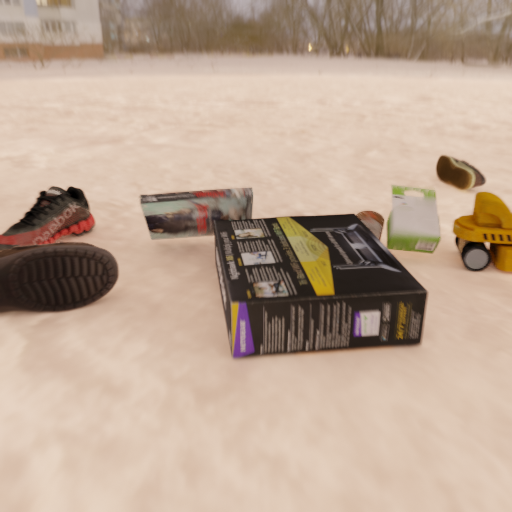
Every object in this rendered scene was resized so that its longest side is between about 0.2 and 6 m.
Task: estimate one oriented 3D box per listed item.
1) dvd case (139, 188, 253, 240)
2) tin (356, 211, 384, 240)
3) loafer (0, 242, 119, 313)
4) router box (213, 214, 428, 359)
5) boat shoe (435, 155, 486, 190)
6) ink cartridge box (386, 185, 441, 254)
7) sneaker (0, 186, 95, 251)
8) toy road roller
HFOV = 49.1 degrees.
[{"bbox_3d":[-1.037,-0.744,10.145,1.941,1.417,0.214,-5,65,-5],"label":"dvd case"},{"bbox_3d":[2.049,-0.467,10.260,0.532,0.950,0.199,5,56,8],"label":"tin"},{"bbox_3d":[-3.508,0.243,8.270,2.852,1.041,1.012,-6,24,-16],"label":"loafer"},{"bbox_3d":[0.720,0.274,8.453,2.536,0.842,3.225,-3,23,-7],"label":"router box"},{"bbox_3d":[5.317,-2.142,14.661,0.623,0.704,1.923,5,27,-11],"label":"boat shoe"},{"bbox_3d":[2.811,-0.672,10.091,0.856,0.439,1.158,7,56,2],"label":"ink cartridge box"},{"bbox_3d":[-3.989,-0.716,10.571,0.789,1.090,2.232,14,28,25],"label":"sneaker"},{"bbox_3d":[4.271,-0.427,9.658,1.680,1.226,1.032,4,23,10],"label":"toy road roller"}]
